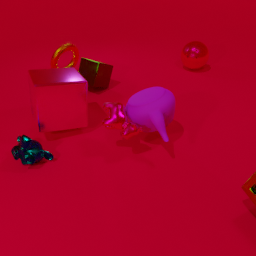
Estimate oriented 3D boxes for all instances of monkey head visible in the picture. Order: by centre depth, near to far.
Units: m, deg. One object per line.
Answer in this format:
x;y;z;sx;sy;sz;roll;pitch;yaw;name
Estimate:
-2.135;0.421;6.119;1.016;0.731;0.612;27;26;12;monkey head

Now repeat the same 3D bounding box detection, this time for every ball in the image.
2.485;-2.701;10.425;1.040;1.040;1.040;0;34;0;ball

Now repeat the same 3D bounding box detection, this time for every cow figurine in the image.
-0.119;-0.180;6.212;0.881;0.491;0.895;-3;73;11;cow figurine

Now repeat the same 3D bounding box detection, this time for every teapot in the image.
0.583;-0.342;6.583;1.210;0.953;1.946;-22;26;1;teapot

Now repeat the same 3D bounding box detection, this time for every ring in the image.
-2.223;-2.427;9.924;0.240;1.201;1.201;41;49;21;ring

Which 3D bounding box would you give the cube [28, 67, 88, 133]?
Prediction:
-1.769;-0.745;7.062;1.225;1.225;1.225;-8;30;-23;cube

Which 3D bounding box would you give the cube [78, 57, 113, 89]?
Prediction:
-1.073;-1.776;9.099;0.780;0.780;0.780;22;15;29;cube

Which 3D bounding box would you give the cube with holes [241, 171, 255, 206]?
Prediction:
2.874;0.998;4.435;1.173;1.173;1.173;2;40;-30;cube with holes
